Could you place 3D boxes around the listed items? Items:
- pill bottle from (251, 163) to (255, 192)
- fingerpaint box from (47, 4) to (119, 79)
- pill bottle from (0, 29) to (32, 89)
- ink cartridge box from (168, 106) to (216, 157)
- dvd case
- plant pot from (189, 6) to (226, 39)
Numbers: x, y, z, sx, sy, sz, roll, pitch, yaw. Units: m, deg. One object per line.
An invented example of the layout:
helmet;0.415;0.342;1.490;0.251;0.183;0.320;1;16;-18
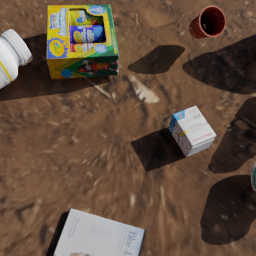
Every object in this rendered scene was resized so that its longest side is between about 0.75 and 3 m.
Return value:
pill bottle;3.400;1.118;5.910;1.336;0.756;0.756;3;51;49
fingerpaint box;-1.330;-2.575;8.123;1.895;0.833;2.272;-4;58;-7
pill bottle;-3.849;-1.584;7.428;2.412;1.351;1.351;-41;68;-19
ink cartridge box;1.551;0.090;6.893;0.682;0.678;0.929;-20;63;-14
dvd case;-0.614;2.531;5.857;1.759;0.154;1.255;14;62;7
plant pot;2.203;-2.946;8.025;0.830;0.807;0.830;-2;96;-16
